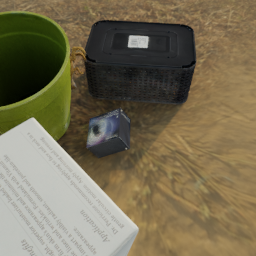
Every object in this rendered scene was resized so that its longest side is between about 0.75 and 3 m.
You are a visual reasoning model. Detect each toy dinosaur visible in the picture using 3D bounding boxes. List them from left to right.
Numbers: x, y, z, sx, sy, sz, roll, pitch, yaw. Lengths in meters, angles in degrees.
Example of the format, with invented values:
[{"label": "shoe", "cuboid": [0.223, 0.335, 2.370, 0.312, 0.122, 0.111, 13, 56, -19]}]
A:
[{"label": "toy dinosaur", "cuboid": [-1.449, -1.681, 6.611, 0.845, 1.591, 0.480, -25, 19, -11]}]

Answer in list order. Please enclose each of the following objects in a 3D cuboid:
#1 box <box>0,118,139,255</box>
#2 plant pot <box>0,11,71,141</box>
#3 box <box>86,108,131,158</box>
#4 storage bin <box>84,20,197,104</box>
[{"label": "box", "cuboid": [-1.270, 1.566, 4.356, 1.530, 2.340, 2.328, -36, 67, -28]}, {"label": "plant pot", "cuboid": [-2.322, -0.755, 6.260, 2.511, 2.418, 2.511, -1, 60, 1]}, {"label": "box", "cuboid": [-0.444, 0.121, 6.643, 0.902, 0.556, 0.895, -19, 48, 22]}, {"label": "storage bin", "cuboid": [0.346, -1.903, 7.961, 2.893, 1.356, 1.956, 5, 52, 3]}]
